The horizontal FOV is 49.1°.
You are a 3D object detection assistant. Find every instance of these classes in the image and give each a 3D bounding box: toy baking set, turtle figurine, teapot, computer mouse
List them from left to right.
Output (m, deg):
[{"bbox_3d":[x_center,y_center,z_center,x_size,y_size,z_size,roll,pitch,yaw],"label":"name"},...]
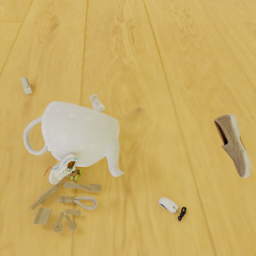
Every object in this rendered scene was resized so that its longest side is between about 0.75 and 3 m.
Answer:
[{"bbox_3d":[-1.917,1.321,8.396,0.965,0.385,1.197,18,21,10],"label":"turtle figurine"},{"bbox_3d":[-1.712,2.096,7.833,1.476,0.224,1.923,28,49,22],"label":"toy baking set"},{"bbox_3d":[-1.563,0.358,8.374,2.486,2.454,1.816,8,80,57],"label":"teapot"},{"bbox_3d":[1.215,2.189,7.769,0.817,0.179,0.448,29,54,25],"label":"computer mouse"}]

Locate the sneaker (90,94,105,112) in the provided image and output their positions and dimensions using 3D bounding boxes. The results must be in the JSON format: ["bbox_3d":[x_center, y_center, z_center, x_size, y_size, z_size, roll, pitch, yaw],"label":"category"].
[{"bbox_3d":[-1.032,-0.835,9.100,0.324,0.508,0.880,-24,23,-17],"label":"sneaker"}]

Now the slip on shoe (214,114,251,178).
[{"bbox_3d":[2.200,0.391,5.952,0.419,0.525,1.382,-11,84,-5],"label":"slip on shoe"}]

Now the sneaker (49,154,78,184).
[{"bbox_3d":[-1.686,1.092,7.278,0.926,0.354,0.374,-50,32,-7],"label":"sneaker"}]

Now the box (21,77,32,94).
[{"bbox_3d":[-4.133,-1.730,11.371,0.268,0.322,0.783,-18,51,-16],"label":"box"}]
